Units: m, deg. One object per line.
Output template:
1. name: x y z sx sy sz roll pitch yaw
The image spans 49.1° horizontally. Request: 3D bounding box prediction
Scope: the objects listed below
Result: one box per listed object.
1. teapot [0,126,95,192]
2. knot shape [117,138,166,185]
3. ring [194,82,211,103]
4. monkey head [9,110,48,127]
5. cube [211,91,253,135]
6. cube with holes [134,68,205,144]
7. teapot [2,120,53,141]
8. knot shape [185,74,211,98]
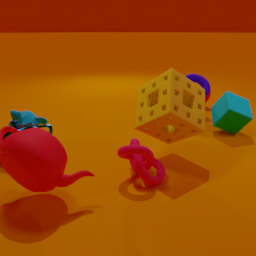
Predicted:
1. teapot: -1.503 0.522 4.850 1.889 1.174 0.925 30 50 11
2. knot shape: 0.236 0.626 5.770 0.520 1.125 1.053 -45 22 -3
3. ring: 2.630 -1.408 10.669 1.111 1.111 0.222 17 32 38
4. monkey head: -2.938 -0.263 7.875 1.212 0.872 0.730 11 41 13
5. cube: 2.909 -0.424 7.909 0.768 0.768 0.768 20 47 -11
6. cube with holes: 0.930 -0.423 6.162 1.064 1.064 1.064 24 -31 -31
7. teapot: -2.587 0.249 6.509 1.747 0.855 1.086 -13 13 0
8. knot shape: 1.803 -1.034 9.550 1.693 0.836 1.809 -21 24 49
